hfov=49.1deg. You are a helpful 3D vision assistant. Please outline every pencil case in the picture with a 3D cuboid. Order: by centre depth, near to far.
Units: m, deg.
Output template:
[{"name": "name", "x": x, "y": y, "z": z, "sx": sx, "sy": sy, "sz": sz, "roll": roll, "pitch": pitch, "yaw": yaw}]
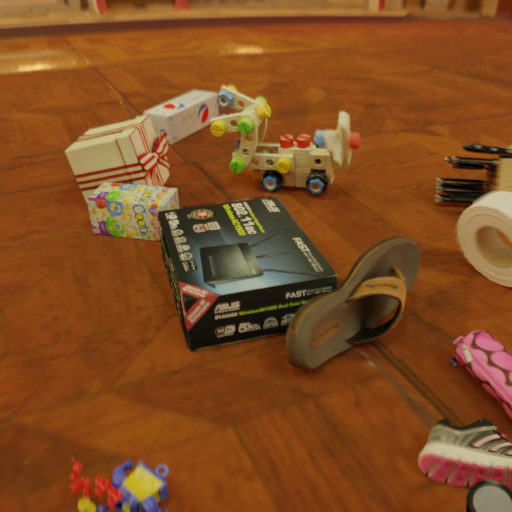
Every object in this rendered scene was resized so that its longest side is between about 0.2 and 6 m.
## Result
[{"name": "pencil case", "x": 3.316, "y": 1.666, "z": 7.519, "sx": 0.722, "sy": 0.699, "sz": 1.541, "roll": 35, "pitch": 11, "yaw": -31}]

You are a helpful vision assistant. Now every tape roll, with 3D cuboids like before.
[{"name": "tape roll", "x": 4.351, "y": -0.281, "z": 9.804, "sx": 0.576, "sy": 1.647, "sz": 1.647, "roll": -32, "pitch": 41, "yaw": -19}]

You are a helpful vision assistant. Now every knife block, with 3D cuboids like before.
[{"name": "knife block", "x": 5.709, "y": -1.422, "z": 12.453, "sx": 3.059, "sy": 2.685, "sz": 0.979, "roll": 47, "pitch": 11, "yaw": -4}]

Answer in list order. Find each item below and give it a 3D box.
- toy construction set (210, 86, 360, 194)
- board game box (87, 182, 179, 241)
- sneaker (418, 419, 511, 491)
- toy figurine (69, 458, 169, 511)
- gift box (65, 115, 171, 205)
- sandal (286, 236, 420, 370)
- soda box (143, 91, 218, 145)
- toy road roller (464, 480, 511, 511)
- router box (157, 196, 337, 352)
[{"name": "toy construction set", "x": 0.764, "y": -2.622, "z": 13.001, "sx": 3.655, "sy": 2.397, "sz": 1.684, "roll": 16, "pitch": 41, "yaw": 28}, {"name": "board game box", "x": -2.530, "y": -0.929, "z": 11.715, "sx": 1.659, "sy": 0.870, "sz": 0.855, "roll": 6, "pitch": 32, "yaw": 12}, {"name": "sneaker", "x": 2.812, "y": 2.295, "z": 6.480, "sx": 1.750, "sy": 0.645, "sz": 0.765, "roll": 6, "pitch": 37, "yaw": 18}, {"name": "toy figurine", "x": -1.211, "y": 2.542, "z": 6.018, "sx": 1.482, "sy": 0.782, "sz": 0.888, "roll": 23, "pitch": 32, "yaw": 32}, {"name": "gift box", "x": -2.932, "y": -2.031, "z": 12.802, "sx": 1.796, "sy": 1.923, "sz": 1.775, "roll": -10, "pitch": 33, "yaw": 13}, {"name": "sandal", "x": 1.681, "y": 0.737, "z": 8.420, "sx": 0.846, "sy": 1.266, "sz": 3.099, "roll": 15, "pitch": 33, "yaw": 43}, {"name": "soda box", "x": -2.282, "y": -4.373, "z": 17.529, "sx": 0.958, "sy": 0.895, "sz": 2.812, "roll": 15, "pitch": 34, "yaw": 24}, {"name": "toy road roller", "x": 2.288, "y": 3.003, "z": 5.044, "sx": 1.167, "sy": 0.982, "sz": 1.599, "roll": -37, "pitch": 45, "yaw": -21}, {"name": "router box", "x": -0.304, "y": 0.128, "z": 9.798, "sx": 2.420, "sy": 1.003, "sz": 3.230, "roll": -8, "pitch": 32, "yaw": -14}]
